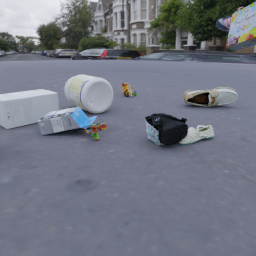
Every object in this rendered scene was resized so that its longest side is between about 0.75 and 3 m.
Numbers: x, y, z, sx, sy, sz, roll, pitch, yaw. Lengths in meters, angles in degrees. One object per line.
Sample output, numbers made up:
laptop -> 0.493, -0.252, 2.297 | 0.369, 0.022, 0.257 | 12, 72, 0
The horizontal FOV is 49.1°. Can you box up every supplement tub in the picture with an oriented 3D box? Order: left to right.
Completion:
supplement tub -> -1.861, -1.611, 12.872 | 1.583, 1.583, 2.183 | -12, 21, -34

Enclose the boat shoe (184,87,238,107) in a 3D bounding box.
boat shoe -> 4.000, -1.403, 13.522 | 2.552, 0.954, 0.873 | -3, 22, 13

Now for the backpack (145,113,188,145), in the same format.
backpack -> 1.081, 0.028, 8.787 | 1.140, 0.865, 1.366 | -11, 21, -25

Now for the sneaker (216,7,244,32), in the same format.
sneaker -> 2.946, -2.937, 7.524 | 0.546, 0.638, 1.555 | -22, 32, -14

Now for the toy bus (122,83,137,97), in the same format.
toy bus -> -0.046, -2.114, 16.271 | 0.526, 0.960, 1.018 | -41, -7, 31

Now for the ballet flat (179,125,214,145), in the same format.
ballet flat -> 2.181, 0.168, 9.049 | 1.457, 0.523, 0.523 | -11, 20, -29

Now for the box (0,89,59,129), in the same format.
box -> -4.087, -0.827, 11.179 | 2.232, 1.088, 1.388 | -17, 23, -42

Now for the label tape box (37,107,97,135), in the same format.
label tape box -> -2.103, -0.330, 9.930 | 1.768, 0.585, 1.267 | -12, 16, 8

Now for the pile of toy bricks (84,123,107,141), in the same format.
pile of toy bricks -> -1.060, 0.160, 9.077 | 0.565, 0.502, 1.018 | -20, 8, -33

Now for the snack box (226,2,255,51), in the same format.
snack box -> 2.001, -1.677, 4.618 | 0.255, 0.635, 0.753 | 12, -1, -20
